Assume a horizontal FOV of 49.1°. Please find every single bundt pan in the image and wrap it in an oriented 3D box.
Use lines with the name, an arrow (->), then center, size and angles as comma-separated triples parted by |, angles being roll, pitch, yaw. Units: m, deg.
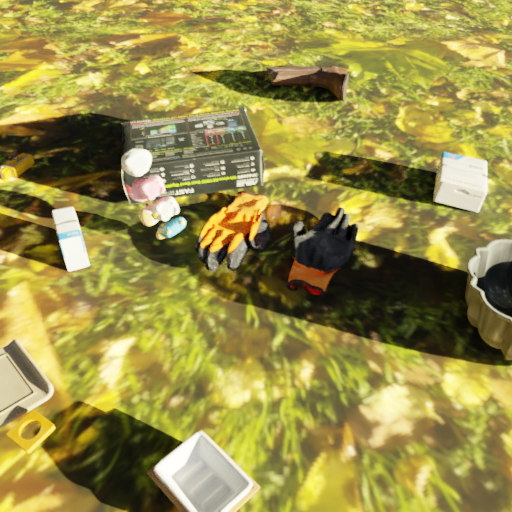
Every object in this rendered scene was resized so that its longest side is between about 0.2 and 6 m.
bundt pan -> 4.757, 0.892, 9.270 | 2.740, 1.029, 2.740 | 2, 38, -2

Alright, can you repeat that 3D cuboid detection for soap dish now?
soap dish -> -0.690, 2.985, 7.333 | 0.936, 0.483, 1.189 | -32, 50, -32

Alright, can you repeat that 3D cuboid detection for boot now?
boot -> 1.457, -5.180, 16.610 | 2.454, 0.788, 2.287 | 6, 28, 2

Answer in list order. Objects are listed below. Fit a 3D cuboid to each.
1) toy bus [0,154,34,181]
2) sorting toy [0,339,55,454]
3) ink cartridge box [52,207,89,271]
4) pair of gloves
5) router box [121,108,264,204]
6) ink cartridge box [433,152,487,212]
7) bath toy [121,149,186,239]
toy bus -> -5.763, -2.129, 13.458 | 0.342, 0.284, 0.874 | 14, 42, 14
sorting toy -> -3.993, 2.126, 8.453 | 1.511, 0.365, 2.683 | -34, 50, -27
ink cartridge box -> -3.647, -0.341, 10.985 | 0.452, 0.771, 1.053 | -15, 43, -16
pair of gloves -> 0.437, -0.406, 11.240 | 3.052, 0.377, 2.719 | 13, 40, 16
router box -> -1.543, -2.402, 13.090 | 3.131, 0.973, 2.346 | -8, 39, -6
ink cartridge box -> 4.601, -1.684, 12.632 | 1.023, 0.591, 1.402 | 16, 42, 10
bath toy -> -2.075, -1.230, 10.865 | 0.797, 1.833, 0.678 | -28, 26, -8
